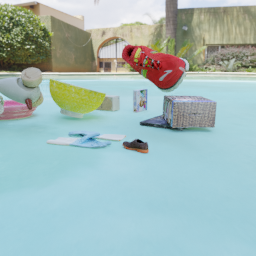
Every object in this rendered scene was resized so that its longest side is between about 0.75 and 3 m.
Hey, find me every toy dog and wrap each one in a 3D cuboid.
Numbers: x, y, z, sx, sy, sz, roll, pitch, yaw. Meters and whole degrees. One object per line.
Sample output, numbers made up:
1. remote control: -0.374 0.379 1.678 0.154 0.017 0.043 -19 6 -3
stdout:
1. toy dog: -3.917 -1.037 8.916 2.642 1.742 1.272 -14 50 7

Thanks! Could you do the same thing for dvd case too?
1. dvd case: 1.660 -0.267 10.411 1.598 0.172 2.150 8 14 32

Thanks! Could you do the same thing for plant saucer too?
1. plant saucer: -5.003 -0.766 11.702 2.398 0.608 2.398 -1 12 0

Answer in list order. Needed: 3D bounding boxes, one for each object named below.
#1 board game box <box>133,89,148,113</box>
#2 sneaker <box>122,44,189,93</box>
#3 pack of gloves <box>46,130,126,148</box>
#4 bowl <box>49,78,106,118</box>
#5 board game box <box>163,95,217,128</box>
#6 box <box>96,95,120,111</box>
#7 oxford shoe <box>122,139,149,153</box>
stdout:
1. board game box: 0.587 -1.295 13.163 0.212 1.030 1.027 8 15 32
2. sneaker: 0.608 -1.816 8.042 1.159 1.051 2.728 20 10 -35
3. pack of gloves: -1.128 0.182 7.935 1.786 0.352 1.500 5 14 19
4. bowl: -2.135 -1.098 11.234 2.303 1.239 2.303 16 6 -2
5. board game box: 2.029 -0.601 9.591 1.391 0.845 1.744 0 13 -4
6. box: -1.180 -1.246 13.678 1.533 0.728 0.596 6 14 32
7. oxford shoe: 0.190 0.397 7.028 0.831 0.302 0.296 10 16 40
